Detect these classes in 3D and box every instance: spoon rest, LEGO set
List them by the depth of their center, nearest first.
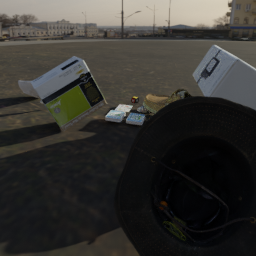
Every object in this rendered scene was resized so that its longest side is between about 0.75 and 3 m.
[{"bbox_3d":[0.445,-0.727,9.553,1.844,0.606,2.468,9,21,10],"label":"LEGO set"},{"bbox_3d":[-3.487,-1.510,10.999,1.253,0.764,2.521,19,6,-40],"label":"spoon rest"}]

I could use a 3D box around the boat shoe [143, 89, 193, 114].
[{"bbox_3d":[1.709,-0.785,8.809,2.564,0.851,0.949,14,38,19],"label":"boat shoe"}]

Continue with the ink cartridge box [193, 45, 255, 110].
[{"bbox_3d":[3.147,-1.147,7.840,2.113,1.213,2.909,30,22,-7],"label":"ink cartridge box"}]

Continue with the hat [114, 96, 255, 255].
[{"bbox_3d":[1.042,0.830,3.865,2.396,2.396,0.966,9,-8,21],"label":"hat"}]

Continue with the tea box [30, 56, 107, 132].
[{"bbox_3d":[-1.745,-1.031,8.303,1.574,1.549,1.052,-33,29,-11],"label":"tea box"}]
